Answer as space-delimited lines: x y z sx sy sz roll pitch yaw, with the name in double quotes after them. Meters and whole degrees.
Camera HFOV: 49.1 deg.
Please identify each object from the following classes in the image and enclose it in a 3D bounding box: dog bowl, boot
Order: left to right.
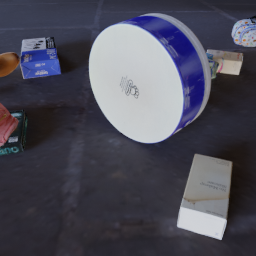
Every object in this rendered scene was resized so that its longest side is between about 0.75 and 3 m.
-4.673 -2.031 9.591 1.980 0.729 1.532 -32 17 -10 "boot"
0.422 -1.147 6.822 2.928 2.928 1.153 27 42 34 "dog bowl"

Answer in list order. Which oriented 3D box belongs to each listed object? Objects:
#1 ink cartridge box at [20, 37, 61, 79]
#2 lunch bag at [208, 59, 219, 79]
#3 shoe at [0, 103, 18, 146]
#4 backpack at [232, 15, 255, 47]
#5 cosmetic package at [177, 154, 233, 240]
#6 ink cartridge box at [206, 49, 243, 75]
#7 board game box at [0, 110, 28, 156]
-3.608 -2.973 11.542 1.391 0.654 2.958 -9 36 -12 "ink cartridge box"
2.627 -2.234 10.215 1.164 0.742 0.990 16 15 25 "lunch bag"
-2.317 0.210 4.151 0.508 0.647 1.422 27 71 42 "shoe"
5.704 -4.525 13.375 1.347 1.414 1.089 3 47 10 "backpack"
1.524 1.244 5.420 0.809 0.571 1.562 11 35 16 "cosmetic package"
3.760 -2.619 11.077 1.391 0.589 1.005 11 36 18 "ink cartridge box"
-3.883 0.197 7.160 2.415 0.340 1.634 -7 35 -10 "board game box"
